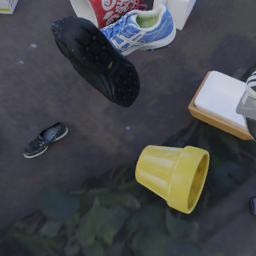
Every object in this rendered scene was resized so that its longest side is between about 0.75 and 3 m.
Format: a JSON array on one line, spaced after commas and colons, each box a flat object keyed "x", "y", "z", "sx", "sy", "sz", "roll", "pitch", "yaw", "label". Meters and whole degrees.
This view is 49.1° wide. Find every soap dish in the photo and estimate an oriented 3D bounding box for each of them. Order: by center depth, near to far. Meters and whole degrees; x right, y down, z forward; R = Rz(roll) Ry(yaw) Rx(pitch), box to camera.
[{"x": 2.773, "y": -0.613, "z": 7.685, "sx": 1.875, "sy": 0.761, "sz": 1.475, "roll": 27, "pitch": 64, "yaw": 14, "label": "soap dish"}]

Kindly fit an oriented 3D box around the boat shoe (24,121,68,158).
[{"x": -2.202, "y": 0.269, "z": 7.380, "sx": 1.311, "sy": 0.435, "sz": 0.490, "roll": -32, "pitch": 66, "yaw": -16, "label": "boat shoe"}]

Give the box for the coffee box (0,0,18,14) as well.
[{"x": -4.542, "y": -4.686, "z": 9.885, "sx": 0.876, "sy": 0.867, "sz": 0.875, "roll": 4, "pitch": 61, "yaw": 2, "label": "coffee box"}]

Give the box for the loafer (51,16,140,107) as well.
[{"x": -0.531, "y": -1.268, "z": 5.705, "sx": 0.923, "sy": 2.629, "sz": 0.893, "roll": 32, "pitch": 85, "yaw": 34, "label": "loafer"}]

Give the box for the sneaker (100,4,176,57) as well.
[{"x": -0.116, "y": -2.255, "z": 6.614, "sx": 2.480, "sy": 0.955, "sz": 0.939, "roll": -17, "pitch": 65, "yaw": 3, "label": "sneaker"}]

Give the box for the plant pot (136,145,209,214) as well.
[{"x": 0.982, "y": 1.038, "z": 6.475, "sx": 1.371, "sy": 1.457, "sz": 1.457, "roll": 15, "pitch": 61, "yaw": 26, "label": "plant pot"}]

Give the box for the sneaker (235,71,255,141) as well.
[{"x": 2.835, "y": -0.032, "z": 4.551, "sx": 2.238, "sy": 1.293, "sz": 0.840, "roll": 31, "pitch": 61, "yaw": 14, "label": "sneaker"}]

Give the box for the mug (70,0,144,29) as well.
[{"x": -0.622, "y": -4.688, "z": 9.211, "sx": 2.503, "sy": 1.670, "sz": 2.222, "roll": -35, "pitch": 87, "yaw": -13, "label": "mug"}]

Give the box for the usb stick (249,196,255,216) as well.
[{"x": 3.670, "y": 1.875, "z": 6.580, "sx": 1.627, "sy": 0.265, "sz": 0.451, "roll": 3, "pitch": 66, "yaw": 1, "label": "usb stick"}]

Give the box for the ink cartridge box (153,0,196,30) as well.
[{"x": 1.612, "y": -4.337, "z": 9.527, "sx": 1.135, "sy": 1.165, "sz": 1.812, "roll": 21, "pitch": 64, "yaw": 10, "label": "ink cartridge box"}]

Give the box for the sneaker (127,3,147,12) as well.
[{"x": 0.305, "y": -4.370, "z": 10.075, "sx": 0.762, "sy": 0.301, "sz": 0.363, "roll": -7, "pitch": 50, "yaw": -5, "label": "sneaker"}]
